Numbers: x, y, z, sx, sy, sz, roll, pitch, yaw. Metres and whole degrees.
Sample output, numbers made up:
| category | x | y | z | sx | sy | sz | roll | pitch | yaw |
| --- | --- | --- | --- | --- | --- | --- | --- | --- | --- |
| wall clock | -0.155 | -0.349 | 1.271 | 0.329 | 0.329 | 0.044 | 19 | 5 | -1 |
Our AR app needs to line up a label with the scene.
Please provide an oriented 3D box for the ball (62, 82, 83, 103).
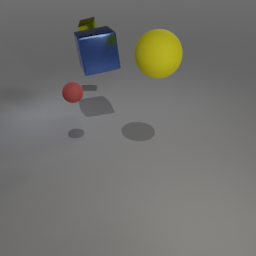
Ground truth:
| category | x | y | z | sx | sy | sz | roll | pitch | yaw |
| --- | --- | --- | --- | --- | --- | --- | --- | --- | --- |
| ball | -1.850 | -1.188 | 9.376 | 0.700 | 0.700 | 0.700 | 0 | 30 | 0 |

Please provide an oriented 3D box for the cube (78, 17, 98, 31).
| category | x | y | z | sx | sy | sz | roll | pitch | yaw |
| --- | --- | --- | --- | --- | --- | --- | --- | --- | --- |
| cube | -1.748 | -4.412 | 12.483 | 0.700 | 0.700 | 0.700 | -10 | 43 | 11 |

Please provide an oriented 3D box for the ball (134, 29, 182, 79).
| category | x | y | z | sx | sy | sz | roll | pitch | yaw |
| --- | --- | --- | --- | --- | --- | --- | --- | --- | --- |
| ball | 0.883 | -2.159 | 8.200 | 1.400 | 1.400 | 1.400 | 0 | 30 | 0 |

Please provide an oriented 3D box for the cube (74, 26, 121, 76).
| category | x | y | z | sx | sy | sz | roll | pitch | yaw |
| --- | --- | --- | --- | --- | --- | --- | --- | --- | --- |
| cube | -1.202 | -3.007 | 10.830 | 1.400 | 1.400 | 1.400 | -15 | 31 | -10 |
